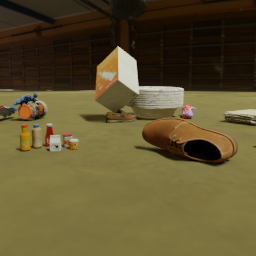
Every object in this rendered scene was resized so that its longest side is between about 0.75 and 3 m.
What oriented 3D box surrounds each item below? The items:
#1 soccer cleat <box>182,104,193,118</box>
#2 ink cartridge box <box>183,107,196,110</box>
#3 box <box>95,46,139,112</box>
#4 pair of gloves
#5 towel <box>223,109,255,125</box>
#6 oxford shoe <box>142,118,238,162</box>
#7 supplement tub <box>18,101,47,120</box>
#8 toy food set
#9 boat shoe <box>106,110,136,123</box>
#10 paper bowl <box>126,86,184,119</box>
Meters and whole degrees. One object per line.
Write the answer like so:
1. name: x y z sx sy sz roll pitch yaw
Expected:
1. soccer cleat: 2.901 -0.825 13.743 0.520 0.597 1.560 1 9 8
2. ink cartridge box: 3.772 -1.210 17.343 0.794 0.167 0.474 2 9 -5
3. box: -0.511 -2.186 12.639 1.220 2.504 1.557 32 -53 -32
4. pair of gloves: -5.132 -0.976 12.854 2.285 0.260 1.837 -28 -1 -5
5. towel: 5.574 -0.496 12.347 2.595 0.447 1.719 -7 13 -37
6. oxford shoe: 1.234 0.273 6.609 2.425 0.865 0.864 9 18 38
7. supplement tub: -4.409 -0.813 12.949 0.843 0.843 1.376 2 10 12
8. toy food set: -2.030 0.210 7.388 1.474 0.663 0.704 -1 10 -3
9. boat shoe: -0.266 -0.524 12.210 1.475 0.502 0.531 -7 12 -34
10. paper bowl: 1.292 -1.274 13.746 2.816 1.465 2.816 0 10 0
